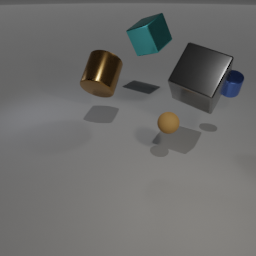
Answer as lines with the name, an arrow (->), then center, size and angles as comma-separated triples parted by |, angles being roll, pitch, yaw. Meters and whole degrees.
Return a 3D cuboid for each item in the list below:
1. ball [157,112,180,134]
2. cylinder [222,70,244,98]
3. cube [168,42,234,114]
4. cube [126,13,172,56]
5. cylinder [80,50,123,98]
ball -> 1.279, -0.165, 8.876 | 0.700, 0.700, 0.700 | 0, 28, 0
cylinder -> 3.637, -1.550, 9.849 | 0.700, 0.700, 0.700 | -2, 53, 3
cube -> 2.217, -1.491, 8.582 | 1.400, 1.400, 1.400 | 27, -7, 21
cube -> 1.056, -4.538, 13.703 | 1.400, 1.400, 1.400 | 5, 43, 46
cylinder -> -1.051, -2.137, 11.167 | 1.400, 1.400, 1.400 | 10, 72, 19
